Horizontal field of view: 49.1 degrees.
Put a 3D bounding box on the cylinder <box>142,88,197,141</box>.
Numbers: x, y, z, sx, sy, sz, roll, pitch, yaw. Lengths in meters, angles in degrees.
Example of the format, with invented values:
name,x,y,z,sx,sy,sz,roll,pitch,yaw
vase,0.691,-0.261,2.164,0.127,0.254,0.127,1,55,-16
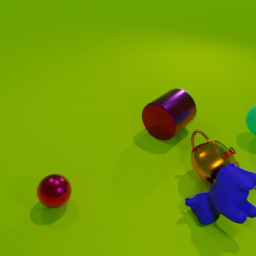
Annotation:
name,x,y,z,sx,sy,sz,roll,pitch,yaw
cylinder,1.217,-0.412,8.266,1.193,1.193,1.193,27,44,32

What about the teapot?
name,x,y,z,sx,sy,sz,roll,pitch,yaw
teapot,2.147,0.840,6.562,1.932,0.946,1.201,52,27,13

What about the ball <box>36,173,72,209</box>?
name,x,y,z,sx,sy,sz,roll,pitch,yaw
ball,-1.604,1.368,6.104,0.746,0.746,0.746,0,36,0

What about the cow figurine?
name,x,y,z,sx,sy,sz,roll,pitch,yaw
cow figurine,1.837,1.327,5.597,0.790,1.439,1.416,-4,16,-37

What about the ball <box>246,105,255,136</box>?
name,x,y,z,sx,sy,sz,roll,pitch,yaw
ball,3.894,-0.218,7.988,0.988,0.988,0.988,0,36,0
